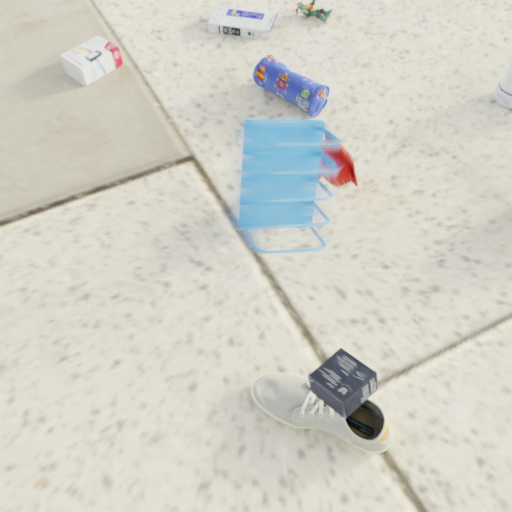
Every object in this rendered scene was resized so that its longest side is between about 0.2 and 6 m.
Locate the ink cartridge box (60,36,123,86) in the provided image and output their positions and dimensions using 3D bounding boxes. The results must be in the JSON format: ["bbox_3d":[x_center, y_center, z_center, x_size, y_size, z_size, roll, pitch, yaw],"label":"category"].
[{"bbox_3d":[-4.026,-4.797,13.735,0.881,0.511,1.194,35,59,23],"label":"ink cartridge box"}]

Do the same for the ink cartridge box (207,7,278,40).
[{"bbox_3d":[-0.345,-6.163,14.864,1.732,0.340,0.861,11,54,10],"label":"ink cartridge box"}]

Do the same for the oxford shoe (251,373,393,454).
[{"bbox_3d":[0.991,2.259,8.415,2.244,0.648,0.844,19,59,16],"label":"oxford shoe"}]

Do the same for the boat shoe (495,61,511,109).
[{"bbox_3d":[7.265,-4.127,12.844,3.378,1.128,1.242,-12,54,-9],"label":"boat shoe"}]

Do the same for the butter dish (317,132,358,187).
[{"bbox_3d":[1.424,-1.733,10.835,0.735,0.991,0.994,-33,61,-2],"label":"butter dish"}]

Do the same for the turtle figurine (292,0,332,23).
[{"bbox_3d":[1.486,-6.712,15.151,1.069,0.538,0.800,26,70,1],"label":"turtle figurine"}]

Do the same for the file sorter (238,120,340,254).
[{"bbox_3d":[0.558,-1.174,9.527,1.392,2.006,1.231,-4,28,-15],"label":"file sorter"}]

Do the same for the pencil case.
[{"bbox_3d":[0.818,-3.948,12.962,1.936,0.756,0.841,38,24,25],"label":"pencil case"}]

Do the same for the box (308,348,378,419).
[{"bbox_3d":[1.043,1.521,6.724,0.596,0.350,0.586,-34,43,-24],"label":"box"}]
